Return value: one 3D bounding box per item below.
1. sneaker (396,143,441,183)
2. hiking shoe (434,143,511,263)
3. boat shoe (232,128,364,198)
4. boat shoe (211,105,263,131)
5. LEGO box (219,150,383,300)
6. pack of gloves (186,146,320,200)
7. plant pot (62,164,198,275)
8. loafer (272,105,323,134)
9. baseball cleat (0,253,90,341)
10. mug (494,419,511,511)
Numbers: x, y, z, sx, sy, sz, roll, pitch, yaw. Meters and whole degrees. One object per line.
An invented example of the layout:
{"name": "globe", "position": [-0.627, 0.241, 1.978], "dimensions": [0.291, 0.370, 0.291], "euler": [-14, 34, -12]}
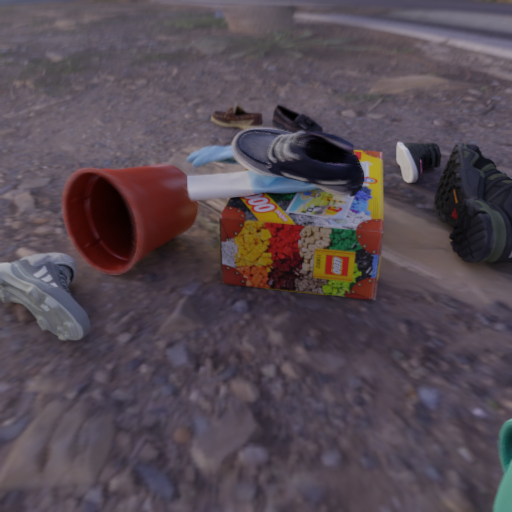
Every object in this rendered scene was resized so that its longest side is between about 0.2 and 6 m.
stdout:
{"name": "sneaker", "position": [3.946, -2.279, 13.301], "dimensions": [1.000, 0.713, 2.016], "euler": [-1, 26, 7]}
{"name": "hiking shoe", "position": [4.603, -0.954, 10.803], "dimensions": [1.832, 1.378, 3.640], "euler": [12, 39, 0]}
{"name": "boat shoe", "position": [0.581, -1.704, 8.938], "dimensions": [2.346, 1.088, 0.876], "euler": [18, 79, 18]}
{"name": "boat shoe", "position": [-0.557, -4.120, 16.458], "dimensions": [1.803, 0.649, 0.650], "euler": [23, 38, 33]}
{"name": "LEGO box", "position": [0.968, -0.787, 10.211], "dimensions": [2.560, 1.326, 3.437], "euler": [5, 31, 9]}
{"name": "pack of gloves", "position": [0.068, -1.767, 10.049], "dimensions": [2.678, 0.529, 2.250], "euler": [-5, 32, -7]}
{"name": "plant pot", "position": [-2.129, -0.819, 10.026], "dimensions": [1.855, 1.855, 1.804], "euler": [19, 27, 28]}
{"name": "loafer", "position": [1.153, -3.868, 16.102], "dimensions": [0.665, 0.583, 1.851], "euler": [-26, 39, -36]}
{"name": "baseball cleat", "position": [-3.098, 0.460, 8.623], "dimensions": [2.413, 0.841, 1.284], "euler": [23, 38, 32]}
{"name": "mug", "position": [2.933, 2.383, 5.117], "dimensions": [1.390, 1.046, 1.691], "euler": [16, 21, 17]}
